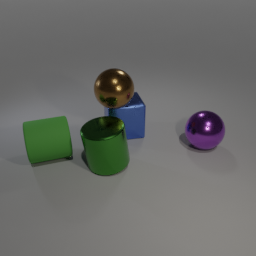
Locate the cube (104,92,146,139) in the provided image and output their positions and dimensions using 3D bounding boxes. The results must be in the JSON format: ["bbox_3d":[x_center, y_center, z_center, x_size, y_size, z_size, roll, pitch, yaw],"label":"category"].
[{"bbox_3d":[-0.161,-0.481,11.002,1.400,1.400,1.400,-6,29,-10],"label":"cube"}]

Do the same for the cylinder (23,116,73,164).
[{"bbox_3d":[-2.684,0.378,9.416,1.400,1.400,1.400,-10,30,-16],"label":"cylinder"}]

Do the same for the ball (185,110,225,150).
[{"bbox_3d":[2.744,0.072,10.017,1.400,1.400,1.400,0,29,0],"label":"ball"}]

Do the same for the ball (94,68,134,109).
[{"bbox_3d":[-0.479,-1.345,9.657,1.400,1.400,1.400,0,29,0],"label":"ball"}]

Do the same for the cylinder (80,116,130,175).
[{"bbox_3d":[-0.711,0.547,8.975,1.400,1.400,1.400,-6,32,4],"label":"cylinder"}]
